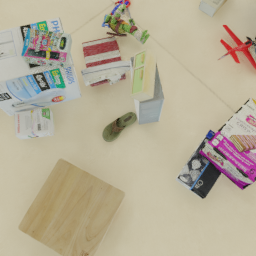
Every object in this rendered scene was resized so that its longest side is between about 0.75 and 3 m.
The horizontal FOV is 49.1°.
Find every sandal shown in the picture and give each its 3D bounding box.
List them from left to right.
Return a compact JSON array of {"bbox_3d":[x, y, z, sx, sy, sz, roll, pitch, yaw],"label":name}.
[{"bbox_3d":[-0.358,-0.124,10.811,1.605,0.458,0.637,-41,77,-12],"label":"sandal"}]

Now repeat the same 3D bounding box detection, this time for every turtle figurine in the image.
[{"bbox_3d":[0.105,-4.544,11.666,1.973,1.464,2.035,38,68,7],"label":"turtle figurine"}]

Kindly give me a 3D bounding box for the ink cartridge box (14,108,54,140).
[{"bbox_3d":[-3.585,-0.155,10.760,1.341,0.563,0.971,-8,73,-3],"label":"ink cartridge box"}]

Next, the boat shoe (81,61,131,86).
[{"bbox_3d":[-0.657,-2.135,11.129,2.305,0.817,0.805,-12,99,-6],"label":"boat shoe"}]

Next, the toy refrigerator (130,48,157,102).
[{"bbox_3d":[0.469,-1.652,8.724,0.527,0.572,1.506,21,68,-40],"label":"toy refrigerator"}]

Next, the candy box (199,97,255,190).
[{"bbox_3d":[4.257,0.474,10.028,1.981,0.886,2.905,42,63,15],"label":"candy box"}]

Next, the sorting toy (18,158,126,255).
[{"bbox_3d":[-1.821,2.840,9.614,2.621,0.918,2.637,26,74,9],"label":"sorting toy"}]

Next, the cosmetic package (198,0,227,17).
[{"bbox_3d":[3.978,-5.834,12.589,0.827,0.559,1.572,39,76,11],"label":"cosmetic package"}]

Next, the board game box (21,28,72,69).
[{"bbox_3d":[-2.438,-2.409,8.478,1.311,0.422,0.968,7,76,-1],"label":"board game box"}]

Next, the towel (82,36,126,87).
[{"bbox_3d":[-1.034,-2.827,11.806,1.523,0.240,2.114,-12,72,-4],"label":"towel"}]

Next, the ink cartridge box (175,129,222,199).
[{"bbox_3d":[2.950,1.250,10.372,1.236,0.487,2.485,34,74,11],"label":"ink cartridge box"}]

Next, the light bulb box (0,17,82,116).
[{"bbox_3d":[-3.419,-2.039,10.050,2.967,2.941,1.852,-16,77,-7],"label":"light bulb box"}]

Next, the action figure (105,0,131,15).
[{"bbox_3d":[-0.345,-5.442,12.580,0.521,0.411,1.592,35,73,15],"label":"action figure"}]

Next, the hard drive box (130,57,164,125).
[{"bbox_3d":[0.653,-1.326,10.246,0.864,2.249,1.753,-9,73,-2],"label":"hard drive box"}]

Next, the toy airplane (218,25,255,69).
[{"bbox_3d":[4.511,-3.281,11.444,2.623,0.482,2.623,11,62,-21],"label":"toy airplane"}]
